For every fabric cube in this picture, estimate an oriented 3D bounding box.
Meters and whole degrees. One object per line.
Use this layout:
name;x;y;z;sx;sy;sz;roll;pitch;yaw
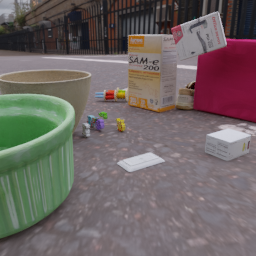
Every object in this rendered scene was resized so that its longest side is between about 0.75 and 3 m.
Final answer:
fabric cube;4.519;-1.974;10.673;2.794;2.750;2.803;17;24;42

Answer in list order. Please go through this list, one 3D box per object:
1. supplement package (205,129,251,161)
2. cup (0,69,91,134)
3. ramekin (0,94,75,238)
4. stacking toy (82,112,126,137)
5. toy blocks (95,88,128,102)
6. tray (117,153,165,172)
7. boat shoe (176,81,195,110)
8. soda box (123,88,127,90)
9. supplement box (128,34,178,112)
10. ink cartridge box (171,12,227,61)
supplement package;2.503;0.395;7.018;0.890;0.493;0.693;-13;22;-33
cup;-2.278;-0.634;8.052;2.516;1.800;2.516;0;18;0
ramekin;-2.316;0.515;4.774;2.944;1.438;2.944;-2;23;1
stacking toy;-1.045;-0.152;8.976;1.288;0.401;1.709;-9;18;-30
toy blocks;-0.722;-1.573;13.025;1.464;0.532;1.220;2;19;6
tray;0.307;0.761;6.520;1.022;0.113;0.549;-12;22;-32
boat shoe;2.937;-1.535;12.149;1.055;0.990;2.861;10;21;28
soda box;-0.171;-1.757;13.968;0.277;0.298;0.873;9;20;26
supplement box;0.947;-2.234;11.236;1.061;2.886;1.819;-16;23;-41
ink cartridge box;2.373;-3.044;9.372;1.571;1.144;0.666;-15;14;20
